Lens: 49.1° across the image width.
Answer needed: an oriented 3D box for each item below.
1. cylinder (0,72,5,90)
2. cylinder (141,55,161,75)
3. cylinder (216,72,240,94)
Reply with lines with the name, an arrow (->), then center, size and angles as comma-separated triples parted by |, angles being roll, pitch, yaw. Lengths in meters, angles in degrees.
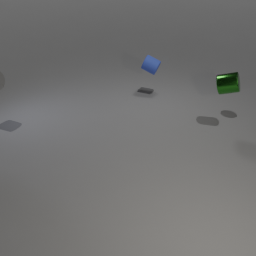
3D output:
cylinder -> -4.543, -1.567, 9.154 | 0.700, 0.700, 0.700 | 8, 30, 27
cylinder -> 1.081, -2.956, 13.127 | 0.700, 0.700, 0.700 | 29, 34, 3
cylinder -> 3.522, -1.564, 9.820 | 0.700, 0.700, 0.700 | -5, 25, 28
